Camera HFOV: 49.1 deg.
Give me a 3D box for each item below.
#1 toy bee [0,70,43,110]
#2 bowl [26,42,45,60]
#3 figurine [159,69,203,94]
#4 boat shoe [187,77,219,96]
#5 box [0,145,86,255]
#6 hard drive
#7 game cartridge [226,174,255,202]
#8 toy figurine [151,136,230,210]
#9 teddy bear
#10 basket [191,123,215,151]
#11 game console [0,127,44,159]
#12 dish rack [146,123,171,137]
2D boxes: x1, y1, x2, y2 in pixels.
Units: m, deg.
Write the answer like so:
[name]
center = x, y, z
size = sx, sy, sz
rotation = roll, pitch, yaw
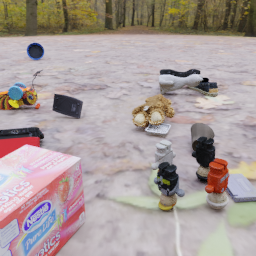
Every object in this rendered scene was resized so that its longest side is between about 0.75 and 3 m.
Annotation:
[toy bee]
center = -4.205, -1.198, 11.238
size = 2.344, 1.274, 1.535
rotation = -16, 25, 26
[bowl]
center = -7.417, -6.144, 22.497
size = 1.386, 1.386, 0.272
rotation = -5, 4, -13
[figurine]
center = 2.586, -2.404, 13.685
size = 2.071, 0.914, 2.122
rotation = -7, 22, 11
[boat shoe]
center = 3.682, -2.183, 13.870
size = 0.849, 0.708, 2.276
rotation = -9, 23, -16
[box]
center = -1.955, 1.495, 4.187
size = 1.319, 1.429, 2.785
rotation = 11, 26, 23
[hard drive]
center = -2.206, -0.832, 10.321
size = 1.105, 0.745, 0.234
rotation = 16, 22, 6
[game cartridge]
center = 2.481, 1.321, 6.250
size = 0.589, 0.174, 0.909
rotation = 2, 23, -6
[toy figurine]
center = 1.294, 0.985, 5.996
size = 1.539, 1.088, 1.563
rotation = -6, 24, 1
[teddy bear]
center = 0.900, -0.517, 9.927
size = 1.581, 0.728, 2.181
rotation = -19, 19, 6
[basket]
center = 2.120, 0.317, 8.101
size = 0.757, 0.571, 0.839
rotation = 33, 32, 1
[game console]
center = -3.486, 0.773, 7.461
size = 2.341, 1.389, 2.017
rotation = -4, -8, -11
[dish rack]
center = 1.001, 0.059, 9.203
size = 0.717, 0.182, 0.835
rotation = 7, 24, 18
